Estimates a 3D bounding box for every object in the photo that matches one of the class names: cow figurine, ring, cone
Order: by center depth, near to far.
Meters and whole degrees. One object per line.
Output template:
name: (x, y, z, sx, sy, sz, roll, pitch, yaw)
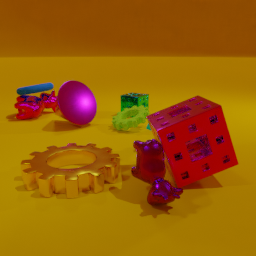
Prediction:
cow figurine: (0.448, 0.698, 4.516, 0.568, 1.034, 1.018, -2, 8, -27)
cone: (-2.048, -0.641, 9.287, 1.461, 1.455, 1.455, -18, -1, 44)
ring: (-3.383, -1.429, 10.220, 1.325, 0.265, 1.325, -9, 13, 2)
cow figurine: (-3.280, -0.847, 10.341, 1.581, 0.882, 1.607, -5, 22, -14)

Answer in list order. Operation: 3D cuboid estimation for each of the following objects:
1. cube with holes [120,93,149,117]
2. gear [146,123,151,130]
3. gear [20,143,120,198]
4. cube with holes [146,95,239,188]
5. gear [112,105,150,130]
cube with holes: (0.253, -0.862, 10.452, 0.773, 0.773, 0.773, 10, 19, 31)
gear: (1.115, 0.166, 6.728, 1.357, 0.251, 1.357, 23, 2, -1)
gear: (-1.100, 0.758, 5.521, 1.862, 0.344, 1.862, 0, 16, 0)
cube with holes: (1.163, 0.200, 5.341, 1.152, 1.152, 1.152, -22, 16, 1)
gear: (0.084, -0.333, 8.734, 1.184, 0.219, 1.184, -16, 25, 8)
